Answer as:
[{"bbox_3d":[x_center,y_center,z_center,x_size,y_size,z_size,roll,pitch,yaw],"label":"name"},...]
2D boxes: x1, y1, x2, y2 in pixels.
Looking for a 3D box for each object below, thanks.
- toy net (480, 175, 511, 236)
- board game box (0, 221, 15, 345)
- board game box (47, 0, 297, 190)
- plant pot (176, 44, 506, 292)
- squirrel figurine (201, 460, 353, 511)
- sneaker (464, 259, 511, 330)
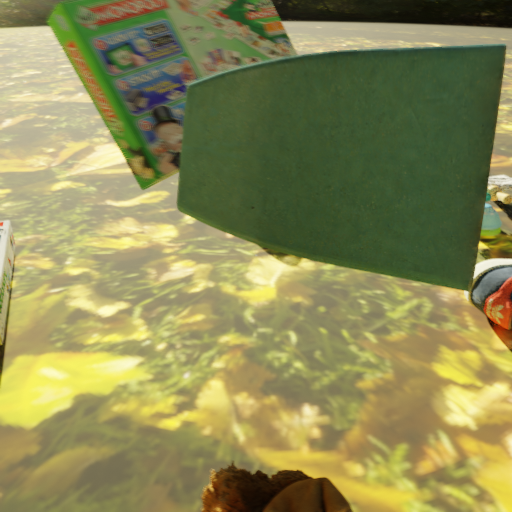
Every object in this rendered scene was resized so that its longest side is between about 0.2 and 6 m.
[{"bbox_3d":[4.893,-1.215,12.299,1.419,0.522,2.705,16,30,31],"label":"toy net"},{"bbox_3d":[-5.139,0.472,9.040,2.119,0.581,3.357,-10,30,-15],"label":"board game box"},{"bbox_3d":[-0.997,-3.515,10.316,4.570,3.075,0.665,-36,11,-38],"label":"board game box"},{"bbox_3d":[0.832,-1.035,6.355,3.146,2.222,2.223,7,7,13],"label":"plant pot"},{"bbox_3d":[0.027,2.592,4.945,1.512,1.146,1.620,-20,19,-14],"label":"squirrel figurine"},{"bbox_3d":[4.776,0.547,8.510,2.917,1.093,1.233,-13,30,-4],"label":"sneaker"}]
